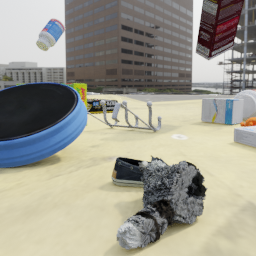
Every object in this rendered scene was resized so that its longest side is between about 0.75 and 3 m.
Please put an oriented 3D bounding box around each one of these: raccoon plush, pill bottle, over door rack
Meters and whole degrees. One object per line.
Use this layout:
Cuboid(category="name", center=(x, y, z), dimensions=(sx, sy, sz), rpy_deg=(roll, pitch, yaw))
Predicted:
Cuboid(category="raccoon plush", center=(0.173, 0.634, 2.796), dimensions=(1.234, 0.597, 0.827), rpy_deg=(-7, 3, -39))
Cuboid(category="pill bottle", center=(-2.791, -3.322, 10.033), dimensions=(0.646, 1.152, 0.646), rpy_deg=(18, -28, 10))
Cuboid(category="over door rack", center=(-0.303, -0.444, 7.686), dimensions=(1.751, 0.789, 2.370), rpy_deg=(5, -5, 32))
Cuboid(category="pill bottle", center=(4.861, -0.930, 11.149), dimensions=(1.184, 1.184, 2.110), rpy_deg=(6, 10, 36))

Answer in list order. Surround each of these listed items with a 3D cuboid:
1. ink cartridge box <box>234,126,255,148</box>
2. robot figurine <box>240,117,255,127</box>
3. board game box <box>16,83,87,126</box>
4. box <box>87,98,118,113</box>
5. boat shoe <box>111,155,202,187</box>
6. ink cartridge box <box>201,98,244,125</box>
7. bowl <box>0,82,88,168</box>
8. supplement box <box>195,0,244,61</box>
Cuboid(category="ink cartridge box", center=(3.420, 0.234, 6.034), dimensions=(1.475, 0.374, 1.674), rpy_deg=(-4, 9, -17))
Cuboid(category="robot figurine", center=(3.384, -0.035, 7.529), dimensions=(0.590, 0.478, 0.820), rpy_deg=(-28, -4, 27))
Cuboid(category="board game box", center=(-2.681, -0.828, 9.691), dimensions=(2.757, 1.401, 0.656), rpy_deg=(5, 10, 31))
Cuboid(category="box", center=(-2.170, -1.191, 14.772), dimensions=(2.227, 0.688, 2.789), rpy_deg=(-3, 9, -33))
Cuboid(category="boat shoe", center=(0.381, 0.568, 3.734), dimensions=(1.213, 0.377, 0.452), rpy_deg=(2, 7, 4))
Cuboid(category="ink cartridge box", center=(3.383, -0.626, 10.098), dimensions=(1.200, 0.876, 0.880), rpy_deg=(8, 10, 43))
Cuboid(category="bowl", center=(-1.990, -0.215, 5.342), dimensions=(2.402, 0.472, 2.402), rpy_deg=(-4, 33, 3))
Cuboid(category="supplement box", center=(3.142, -3.696, 9.576), dimensions=(1.320, 2.426, 0.738), rpy_deg=(-29, 52, -22))
